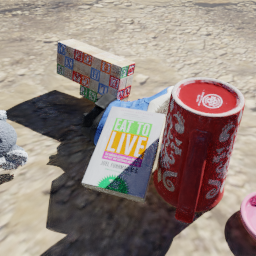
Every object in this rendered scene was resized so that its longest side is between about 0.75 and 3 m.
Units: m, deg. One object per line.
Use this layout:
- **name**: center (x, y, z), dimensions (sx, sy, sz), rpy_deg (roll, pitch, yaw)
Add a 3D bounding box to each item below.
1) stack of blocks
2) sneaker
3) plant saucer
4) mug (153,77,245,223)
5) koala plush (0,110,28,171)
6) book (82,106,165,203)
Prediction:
- **stack of blocks**: center (-1.005, -1.556, 8.047), dimensions (2.282, 1.314, 0.668), rpy_deg (27, 34, 23)
- **sneaker**: center (0.046, -0.498, 7.130), dimensions (1.572, 1.085, 2.826), rpy_deg (33, 56, 23)
- **plant saucer**: center (2.631, 1.701, 5.068), dimensions (1.203, 0.305, 1.203), rpy_deg (0, 40, 0)
- **mug**: center (1.345, 0.449, 5.077), dimensions (1.475, 2.210, 1.962), rpy_deg (-6, 39, -10)
- **koala plush**: center (-3.177, 0.364, 5.671), dimensions (1.934, 1.777, 1.715), rpy_deg (-25, 72, -40)
- **book**: center (-0.034, 0.458, 5.613), dimensions (1.210, 0.435, 1.811), rpy_deg (12, 60, 11)
